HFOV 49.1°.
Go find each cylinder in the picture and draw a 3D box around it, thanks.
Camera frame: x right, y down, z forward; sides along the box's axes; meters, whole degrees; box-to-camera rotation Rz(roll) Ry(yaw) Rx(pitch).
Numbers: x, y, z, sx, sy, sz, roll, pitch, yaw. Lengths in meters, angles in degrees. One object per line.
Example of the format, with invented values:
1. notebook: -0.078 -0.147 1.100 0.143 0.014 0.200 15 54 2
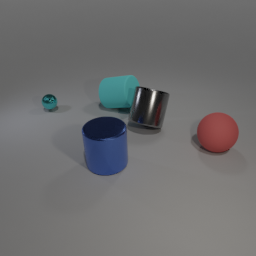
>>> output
1. cylinder: -0.716 0.557 9.036 1.400 1.400 1.400 -2 32 1
2. cylinder: 0.822 -0.824 11.118 1.400 1.400 1.400 12 5 -1
3. cylinder: -0.367 -1.613 12.623 1.400 1.400 1.400 0 26 32

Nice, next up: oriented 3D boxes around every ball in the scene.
1. ball: -3.551 -1.188 12.682 0.700 0.700 0.700 0 30 0
2. ball: 3.141 0.151 9.839 1.400 1.400 1.400 0 30 0
